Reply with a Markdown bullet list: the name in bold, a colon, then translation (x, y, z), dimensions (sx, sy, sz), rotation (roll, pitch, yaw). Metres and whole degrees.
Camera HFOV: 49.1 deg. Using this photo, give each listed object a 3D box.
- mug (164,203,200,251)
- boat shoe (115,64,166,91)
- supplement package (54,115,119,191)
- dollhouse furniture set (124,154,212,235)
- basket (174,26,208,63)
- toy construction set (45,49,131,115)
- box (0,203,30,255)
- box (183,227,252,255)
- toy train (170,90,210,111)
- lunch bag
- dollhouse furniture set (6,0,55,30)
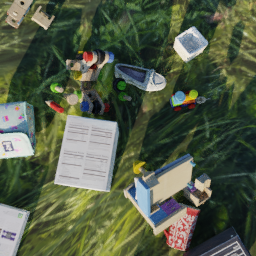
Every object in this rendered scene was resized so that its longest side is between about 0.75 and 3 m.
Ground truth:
- **mug**: translation (1.709, 3.285, 9.518), dimensions (1.219, 0.916, 1.374), rotation (9, 80, 36)
- **boat shoe**: translation (0.471, -1.985, 10.748), dimensions (2.051, 0.658, 0.756), rotation (19, 78, 4)
- **supplement package**: translation (-1.302, 0.930, 9.541), dimensions (1.664, 1.676, 2.209), rotation (8, 77, 2)
- **dollhouse furniture set**: translation (1.126, 1.388, 8.634), dimensions (2.594, 2.748, 1.793), rotation (-26, 45, -21)
- **basket**: translation (2.434, -3.245, 10.992), dimensions (0.937, 0.761, 0.946), rotation (-34, 78, -7)
- **toy construction set**: translation (-1.766, -1.622, 10.202), dimensions (2.780, 2.136, 2.318), rotation (-32, 123, -24)
- **box**: translation (-4.598, 3.836, 9.523), dimensions (1.756, 0.442, 2.433), rotation (15, 76, 3)
- **box**: translation (3.050, 4.535, 8.762), dimensions (1.987, 1.225, 1.971), rotation (-32, 79, 8)
- **toy train**: translation (2.411, -1.155, 10.430), dimensions (1.561, 0.903, 0.661), rotation (-10, 78, -2)
- **lunch bag**: translation (-4.217, 0.120, 10.013), dimensions (1.643, 1.176, 1.929), rotation (-6, 85, -4)
- **dollhouse furniture set**: translation (-3.967, -4.402, 11.300), dimensions (1.480, 1.043, 1.037), rotation (32, 78, -23)
